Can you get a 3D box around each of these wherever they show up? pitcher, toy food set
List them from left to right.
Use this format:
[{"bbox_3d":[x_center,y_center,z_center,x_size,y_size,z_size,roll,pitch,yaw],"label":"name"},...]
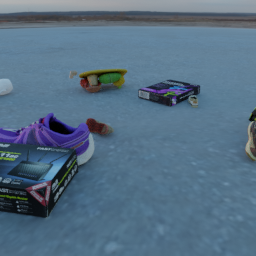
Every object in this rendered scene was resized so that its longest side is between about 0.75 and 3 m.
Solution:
[{"bbox_3d":[-5.431,-1.623,11.865,1.063,0.644,0.912,-28,48,-28],"label":"pitcher"},{"bbox_3d":[-1.295,-2.073,12.673,2.747,0.897,1.616,-8,1,-21],"label":"toy food set"}]

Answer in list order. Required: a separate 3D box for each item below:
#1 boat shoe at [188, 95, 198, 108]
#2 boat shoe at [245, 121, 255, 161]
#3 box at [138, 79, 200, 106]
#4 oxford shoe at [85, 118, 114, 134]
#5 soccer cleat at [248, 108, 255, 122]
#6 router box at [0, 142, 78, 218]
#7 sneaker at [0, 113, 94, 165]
[{"bbox_3d":[2.588,-1.115,10.991,0.363,0.332,0.970,0,24,0],"label":"boat shoe"},{"bbox_3d":[3.437,0.270,7.318,0.520,0.461,1.421,40,47,-12],"label":"boat shoe"},{"bbox_3d":[1.782,-1.555,11.871,1.642,0.415,2.296,20,30,38],"label":"box"},{"bbox_3d":[-0.898,-0.019,8.668,0.427,0.402,1.141,14,7,-46],"label":"oxford shoe"},{"bbox_3d":[4.086,-0.481,8.236,0.579,0.696,1.716,41,-3,9],"label":"soccer cleat"},{"bbox_3d":[-2.330,0.990,5.943,2.121,0.659,1.590,5,25,10],"label":"router box"},{"bbox_3d":[-2.213,0.152,7.149,2.822,1.177,1.138,2,25,11],"label":"sneaker"}]
